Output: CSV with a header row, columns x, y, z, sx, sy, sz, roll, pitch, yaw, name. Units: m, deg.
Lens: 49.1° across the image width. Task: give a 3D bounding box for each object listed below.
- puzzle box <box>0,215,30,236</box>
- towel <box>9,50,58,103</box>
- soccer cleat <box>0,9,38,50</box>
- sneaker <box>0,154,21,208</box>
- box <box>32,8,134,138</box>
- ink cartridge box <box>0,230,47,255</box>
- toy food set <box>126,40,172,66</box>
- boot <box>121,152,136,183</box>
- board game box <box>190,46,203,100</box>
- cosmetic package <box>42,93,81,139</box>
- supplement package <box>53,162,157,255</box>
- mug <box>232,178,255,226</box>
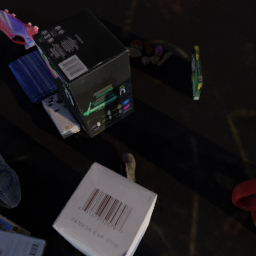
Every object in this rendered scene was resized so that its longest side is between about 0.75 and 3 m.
x,y,z,sx,sy,sz,roll,pitch,yaw,name
-3.492,2.687,6.907,1.770,0.225,1.178,24,63,13,puzzle box
-2.442,-2.192,9.820,2.922,0.349,2.116,-31,62,-19,towel
-4.331,-3.703,10.445,2.350,0.784,0.898,28,71,14,soccer cleat
-3.471,1.165,7.524,0.789,0.922,2.117,-28,82,-18,sneaker
-1.092,-1.398,7.844,1.686,2.712,2.015,-33,65,-12,box
-2.843,3.232,6.261,1.499,0.376,1.728,16,65,-3,ink cartridge box
0.675,-2.719,10.139,1.707,0.269,1.085,33,64,26,toy food set
-0.020,1.036,7.592,0.346,0.668,1.022,-12,59,11,boot
2.247,-1.829,9.244,0.191,0.852,1.627,2,60,1,board game box
-2.079,-0.399,8.669,0.593,0.364,1.437,-31,64,-16,cosmetic package
-0.399,2.057,5.988,1.424,2.437,1.429,25,62,14,supplement package
3.833,1.681,6.084,2.371,2.671,1.782,-12,61,-8,mug
